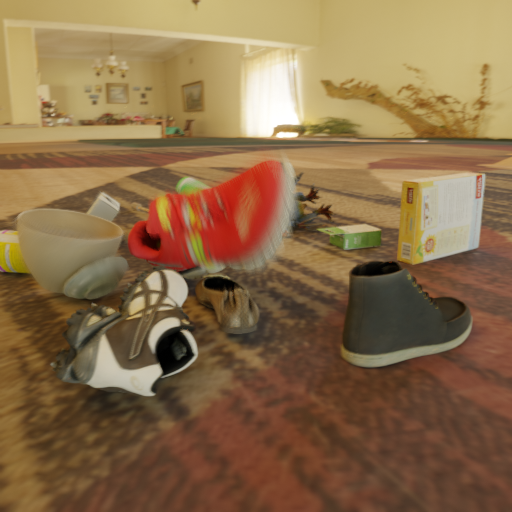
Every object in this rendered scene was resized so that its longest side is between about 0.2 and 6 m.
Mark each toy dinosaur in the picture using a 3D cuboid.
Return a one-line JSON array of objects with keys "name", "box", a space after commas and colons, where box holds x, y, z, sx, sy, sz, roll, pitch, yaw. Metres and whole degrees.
[{"name": "toy dinosaur", "box": [0.846, -0.900, 13.496, 2.263, 1.309, 2.494, -22, -10, -32]}]

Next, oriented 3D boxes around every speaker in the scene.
[{"name": "speaker", "box": [-1.459, -1.592, 15.022, 1.413, 0.625, 0.625, 31, 28, 24]}]

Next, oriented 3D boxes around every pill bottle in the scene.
[{"name": "pill bottle", "box": [-3.836, -0.049, 9.824, 1.420, 0.740, 0.740, 4, 16, 10]}]

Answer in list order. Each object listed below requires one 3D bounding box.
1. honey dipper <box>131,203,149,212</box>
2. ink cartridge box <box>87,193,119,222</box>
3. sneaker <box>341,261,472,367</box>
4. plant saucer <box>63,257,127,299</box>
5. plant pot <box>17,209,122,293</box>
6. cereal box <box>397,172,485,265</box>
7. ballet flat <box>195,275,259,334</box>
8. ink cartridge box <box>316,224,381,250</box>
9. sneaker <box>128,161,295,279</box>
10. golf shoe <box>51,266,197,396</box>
[{"name": "honey dipper", "box": [-3.056, -1.266, 15.401, 0.212, 0.212, 1.119, -14, 25, -42]}, {"name": "ink cartridge box", "box": [-3.409, -0.835, 12.121, 0.493, 0.867, 1.190, 35, 3, -17]}, {"name": "sneaker", "box": [1.956, 0.560, 6.841, 2.123, 1.127, 0.794, -11, 19, -36]}, {"name": "plant saucer", "box": [-2.363, 0.401, 8.420, 1.029, 0.258, 1.029, -30, -16, -9]}, {"name": "plant pot", "box": [-2.942, -0.018, 8.699, 1.529, 1.027, 1.529, 14, 15, -4]}, {"name": "cereal box", "box": [3.643, -0.774, 10.941, 2.172, 1.563, 0.429, -11, 18, -36]}, {"name": "ballet flat", "box": [-0.422, 0.533, 7.932, 0.762, 0.524, 2.262, -3, 11, -11]}, {"name": "ink cartridge box", "box": [1.951, -0.393, 11.804, 1.219, 0.362, 0.633, -6, 16, -20]}, {"name": "sneaker", "box": [-0.825, -0.451, 8.261, 1.484, 1.345, 3.494, 18, -28, -33]}, {"name": "golf shoe", "box": [-1.153, 0.898, 6.412, 1.204, 0.990, 2.548, 21, 21, 9]}]
